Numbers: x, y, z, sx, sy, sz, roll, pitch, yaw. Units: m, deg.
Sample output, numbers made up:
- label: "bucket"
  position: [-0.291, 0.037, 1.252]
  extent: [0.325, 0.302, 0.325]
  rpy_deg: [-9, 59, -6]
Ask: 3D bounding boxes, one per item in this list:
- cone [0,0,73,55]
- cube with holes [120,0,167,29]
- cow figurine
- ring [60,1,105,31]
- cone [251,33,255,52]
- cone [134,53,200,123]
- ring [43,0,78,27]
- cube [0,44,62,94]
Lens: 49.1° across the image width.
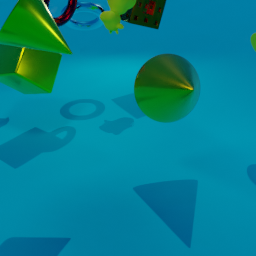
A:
- label: "cone"
  position: [-1.454, -1.622, 4.876]
  extent: [1.176, 1.171, 1.171]
  rpy_deg: [32, 17, -27]
- label: "cube with holes"
  position: [0.425, -4.638, 10.499]
  extent: [1.352, 1.352, 1.352]
  rpy_deg: [-2, 29, -34]
- label: "cow figurine"
  position: [-0.274, -3.882, 9.068]
  extent: [0.813, 1.457, 1.481]
  rpy_deg: [20, 40, 38]
- label: "ring"
  position: [-1.601, -4.008, 10.117]
  extent: [1.651, 0.330, 1.651]
  rpy_deg: [-4, -7, 0]
- label: "cone"
  position: [3.662, -2.212, 6.694]
  extent: [0.960, 0.957, 0.957]
  rpy_deg: [-42, 36, 2]
- label: "cone"
  position: [1.039, -0.794, 5.741]
  extent: [1.594, 1.594, 1.600]
  rpy_deg: [-5, 9, -8]
- label: "ring"
  position: [-2.046, -3.676, 8.284]
  extent: [0.284, 1.420, 1.420]
  rpy_deg: [36, 41, 19]
- label: "cube"
  position: [-2.883, -1.785, 7.991]
  extent: [1.258, 1.258, 1.258]
  rpy_deg: [3, -16, 34]
